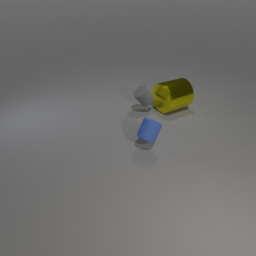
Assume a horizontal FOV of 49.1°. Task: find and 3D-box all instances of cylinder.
[{"bbox_3d":[0.716,-1.447,12.621,0.700,0.700,0.700,-27,41,26],"label":"cylinder"},{"bbox_3d":[2.057,-1.510,12.928,1.400,1.400,1.400,-17,34,-28],"label":"cylinder"},{"bbox_3d":[0.765,0.066,9.995,0.700,0.700,0.700,23,9,-4],"label":"cylinder"}]
